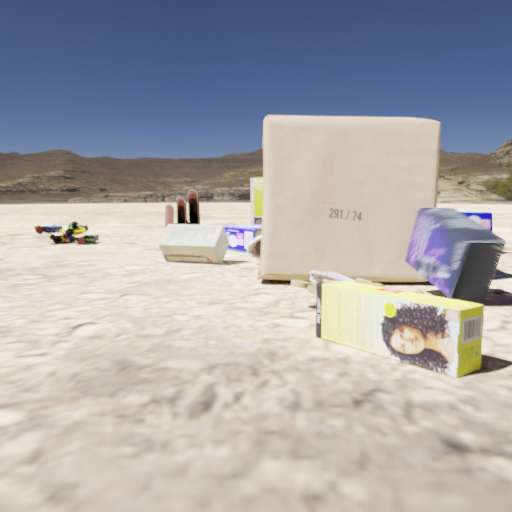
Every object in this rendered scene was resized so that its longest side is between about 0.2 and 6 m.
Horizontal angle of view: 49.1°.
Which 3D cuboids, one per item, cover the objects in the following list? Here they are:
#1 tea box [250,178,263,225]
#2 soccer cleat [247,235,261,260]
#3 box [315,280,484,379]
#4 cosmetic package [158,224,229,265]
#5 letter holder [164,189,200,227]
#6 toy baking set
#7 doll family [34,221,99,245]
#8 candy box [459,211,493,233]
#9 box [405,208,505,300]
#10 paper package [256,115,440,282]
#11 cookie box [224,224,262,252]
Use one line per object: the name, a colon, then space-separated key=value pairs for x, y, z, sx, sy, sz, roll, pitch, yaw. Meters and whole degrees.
tea box: x=0.714 y=-1.430 z=16.071 sx=1.107 sy=1.656 sz=1.630 roll=-5 pitch=9 yaw=-38
soccer cleat: x=0.923 y=-0.139 z=9.537 sx=2.306 sy=0.799 sz=0.894 roll=-4 pitch=9 yaw=33
box: x=1.103 y=0.543 z=4.591 sx=0.359 sy=0.539 sz=1.432 roll=-5 pitch=8 yaw=-38
cosmetic package: x=-1.115 y=-0.213 z=10.105 sx=1.113 sy=0.486 sz=0.575 roll=3 pitch=46 yaw=20
letter holder: x=-2.484 y=-1.562 z=18.653 sx=0.924 sy=1.306 sz=1.838 roll=-2 pitch=8 yaw=-17
toy baking set: x=1.223 y=0.359 z=6.454 sx=1.463 sy=0.222 sz=1.906 roll=12 pitch=4 yaw=19
doll family: x=-4.605 y=-0.539 z=13.505 sx=1.552 sy=0.609 sz=0.897 roll=-4 pitch=10 yaw=11
candy box: x=3.832 y=-0.581 z=11.788 sx=1.410 sy=0.642 sz=1.667 roll=0 pitch=-2 yaw=-23
box: x=2.339 y=-0.053 z=6.688 sx=0.535 sy=0.759 sz=1.025 roll=-1 pitch=25 yaw=-18
paper package: x=1.266 y=-0.812 z=8.173 sx=2.451 sy=2.336 sz=1.268 roll=2 pitch=6 yaw=1
cookie box: x=0.158 y=-0.401 z=12.285 sx=1.415 sy=0.532 sz=1.210 roll=-5 pitch=9 yaw=-37
